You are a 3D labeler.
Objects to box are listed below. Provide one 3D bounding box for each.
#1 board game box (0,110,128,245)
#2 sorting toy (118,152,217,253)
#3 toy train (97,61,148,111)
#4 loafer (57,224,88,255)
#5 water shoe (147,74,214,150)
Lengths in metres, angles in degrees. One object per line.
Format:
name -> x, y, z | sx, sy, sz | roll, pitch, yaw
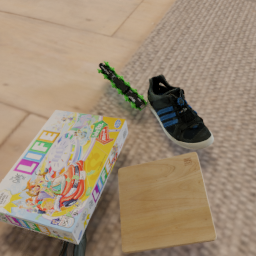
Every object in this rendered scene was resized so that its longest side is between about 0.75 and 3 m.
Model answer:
board game box -> -1.362, 0.809, 6.054 | 1.934, 0.492, 2.877 | 8, 46, 18
sorting toy -> 0.745, 1.549, 5.704 | 1.740, 0.605, 1.729 | -14, 54, 14
toy train -> -0.165, -1.226, 8.245 | 0.453, 0.612, 2.172 | -46, 61, 6
loafer -> -1.087, 1.906, 5.708 | 0.524, 0.599, 1.667 | -1, 51, 4
water shoe -> 1.193, -0.467, 7.231 | 0.917, 1.012, 2.564 | -26, 46, -15
